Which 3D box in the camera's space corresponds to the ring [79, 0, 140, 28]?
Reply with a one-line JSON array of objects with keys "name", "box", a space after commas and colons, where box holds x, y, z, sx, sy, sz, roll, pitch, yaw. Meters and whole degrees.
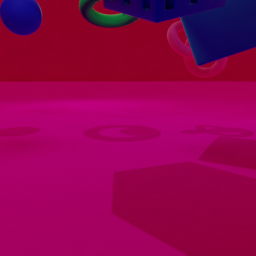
[{"name": "ring", "box": [-0.402, -3.266, 7.560, 1.814, 0.363, 1.814, -5, -9, -1]}]

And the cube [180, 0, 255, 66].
[{"name": "cube", "box": [1.926, -2.283, 5.638, 1.394, 1.394, 1.394, -15, 21, 28]}]

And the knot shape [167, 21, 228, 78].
[{"name": "knot shape", "box": [2.043, -2.367, 7.416, 1.774, 1.660, 0.820, 41, 6, -14]}]

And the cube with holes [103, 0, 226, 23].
[{"name": "cube with holes", "box": [0.501, -2.444, 4.007, 1.346, 1.346, 1.346, -24, 40, -27]}]

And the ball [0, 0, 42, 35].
[{"name": "ball", "box": [-2.890, -3.077, 7.598, 1.075, 1.075, 1.075, 0, 10, 0]}]
